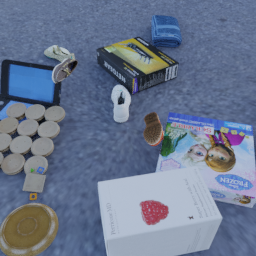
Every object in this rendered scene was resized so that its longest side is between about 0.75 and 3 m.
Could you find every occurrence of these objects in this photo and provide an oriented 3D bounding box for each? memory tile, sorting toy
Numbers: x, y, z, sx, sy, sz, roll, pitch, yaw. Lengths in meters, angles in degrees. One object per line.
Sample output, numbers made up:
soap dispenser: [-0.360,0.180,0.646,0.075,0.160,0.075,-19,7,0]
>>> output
memory tile: [-3.301,0.291,9.005,2.118,0.232,2.763,4,52,5]
sorting toy: [-2.631,1.556,7.884,0.551,0.133,0.979,6,60,-3]

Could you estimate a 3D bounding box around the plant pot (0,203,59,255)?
plant pot: [-2.481,2.466,6.944,1.466,0.201,1.466,0,42,0]

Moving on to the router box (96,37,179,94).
router box: [0.348,-2.841,12.210,2.336,0.776,2.971,-24,48,-24]

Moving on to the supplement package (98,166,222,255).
supplement package: [0.616,2.036,6.482,2.423,1.451,1.469,-8,44,-9]

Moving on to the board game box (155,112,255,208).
board game box: [2.325,0.793,8.375,2.707,0.557,2.700,9,47,10]

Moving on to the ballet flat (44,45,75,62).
ballet flat: [-3.214,-3.509,13.044,1.982,0.689,0.689,28,50,27]

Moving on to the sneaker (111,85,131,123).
sneaker: [-0.244,-1.147,10.332,0.745,0.876,1.980,-4,43,-3]

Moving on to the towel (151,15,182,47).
towel: [2.010,-5.172,14.822,1.529,0.665,2.739,2,43,1]

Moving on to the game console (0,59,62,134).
game console: [-3.765,-1.149,9.895,2.486,1.471,2.122,10,44,11]

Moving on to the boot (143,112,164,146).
boot: [0.829,0.195,8.141,0.553,0.791,1.475,-19,27,15]

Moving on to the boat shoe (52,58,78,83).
boat shoe: [-1.993,-1.843,8.920,0.378,0.456,1.269,2,39,18]
